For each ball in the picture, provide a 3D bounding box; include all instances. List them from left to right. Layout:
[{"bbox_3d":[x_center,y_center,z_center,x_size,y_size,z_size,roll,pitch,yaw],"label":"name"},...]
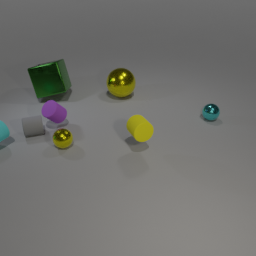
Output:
[{"bbox_3d":[-2.275,0.361,9.772,0.700,0.700,0.700,0,31,0],"label":"ball"},{"bbox_3d":[-0.330,-2.146,13.308,1.400,1.400,1.400,0,31,0],"label":"ball"},{"bbox_3d":[3.402,-0.654,11.477,0.700,0.700,0.700,0,31,0],"label":"ball"}]

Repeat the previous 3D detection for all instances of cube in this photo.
[{"bbox_3d":[-3.621,-2.341,13.135,1.400,1.400,1.400,-12,19,4],"label":"cube"}]

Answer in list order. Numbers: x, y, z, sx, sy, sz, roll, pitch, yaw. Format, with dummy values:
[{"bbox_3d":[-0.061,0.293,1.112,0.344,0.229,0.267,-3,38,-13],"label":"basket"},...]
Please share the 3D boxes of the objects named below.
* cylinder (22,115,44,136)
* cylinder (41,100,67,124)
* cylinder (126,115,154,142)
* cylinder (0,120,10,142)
[{"bbox_3d":[-3.564,-0.083,10.512,0.700,0.700,0.700,-10,32,-16],"label":"cylinder"},{"bbox_3d":[-2.820,-0.610,10.739,0.700,0.700,0.700,-9,67,21],"label":"cylinder"},{"bbox_3d":[0.388,0.004,9.229,0.700,0.700,0.700,-11,29,-18],"label":"cylinder"},{"bbox_3d":[-4.567,0.180,9.578,0.700,0.700,0.700,16,37,25],"label":"cylinder"}]
